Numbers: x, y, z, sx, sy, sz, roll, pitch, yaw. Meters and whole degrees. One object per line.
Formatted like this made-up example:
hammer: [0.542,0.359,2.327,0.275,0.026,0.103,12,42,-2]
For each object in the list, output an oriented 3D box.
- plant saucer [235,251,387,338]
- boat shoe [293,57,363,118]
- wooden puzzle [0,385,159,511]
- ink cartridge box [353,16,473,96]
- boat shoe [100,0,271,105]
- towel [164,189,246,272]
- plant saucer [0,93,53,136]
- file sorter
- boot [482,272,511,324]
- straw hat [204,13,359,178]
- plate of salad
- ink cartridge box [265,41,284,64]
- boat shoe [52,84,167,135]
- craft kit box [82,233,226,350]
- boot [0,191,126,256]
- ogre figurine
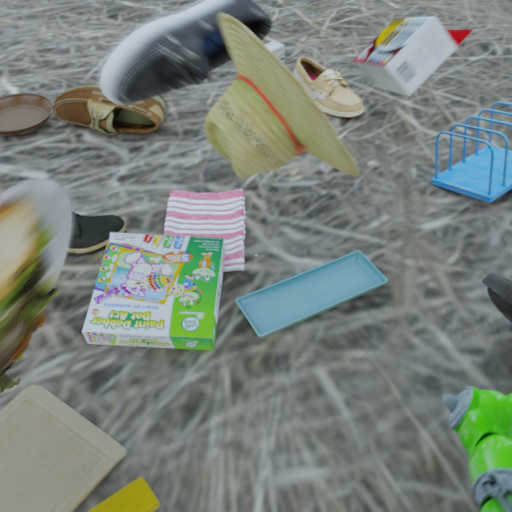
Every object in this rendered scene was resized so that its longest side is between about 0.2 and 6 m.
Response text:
plant saucer: [0.864,0.584,8.629,2.300,0.218,0.804,-21,49,-19]
boat shoe: [1.580,-3.863,12.706,0.804,0.755,2.181,-29,52,-26]
wooden puzzle: [-2.708,2.560,6.581,2.910,0.340,1.963,32,49,28]
ink cartridge box: [2.282,-3.105,8.327,1.252,0.598,1.426,-44,22,8]
boat shoe: [-0.961,-3.024,8.444,2.815,0.984,0.933,-35,60,-19]
towel: [-0.894,-0.480,9.636,1.418,0.290,1.937,-1,45,0]
plant saucer: [-5.211,-3.041,12.218,1.581,0.289,1.581,1,45,-1]
file sorter: [4.349,-1.991,10.391,1.827,1.121,1.268,-29,37,-26]
boot: [4.356,1.311,7.111,0.951,2.746,2.391,-48,21,5]
straw hat: [-0.005,-1.584,6.945,1.135,2.683,2.683,-43,52,5]
plate of salad: [-2.358,0.508,5.212,0.615,2.561,2.561,25,48,2]
ink cartridge box: [0.356,-4.653,13.463,0.596,0.813,0.338,-34,54,-29]
boat shoe: [-3.097,-3.022,11.791,2.369,0.896,0.875,0,48,1]
craft kit box: [-1.464,0.492,8.430,1.858,0.451,1.835,2,55,2]
boot: [-3.125,-0.643,9.088,1.865,1.290,0.722,-15,47,-15]
ogre figurine: [3.268,2.278,5.888,3.294,1.616,1.975,-6,38,-14]
